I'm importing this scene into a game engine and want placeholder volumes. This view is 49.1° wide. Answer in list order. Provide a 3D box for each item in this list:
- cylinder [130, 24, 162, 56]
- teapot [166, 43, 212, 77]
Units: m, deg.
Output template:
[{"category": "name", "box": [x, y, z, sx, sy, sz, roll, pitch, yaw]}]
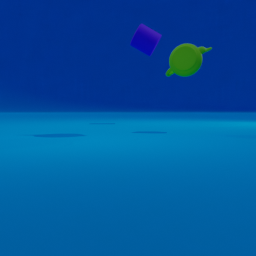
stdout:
[{"category": "cylinder", "box": [0.755, -3.727, 11.883, 0.999, 0.999, 0.999, 29, 3, -2]}, {"category": "teapot", "box": [1.530, -1.721, 7.146, 1.331, 0.828, 0.652, -32, -14, 17]}]
